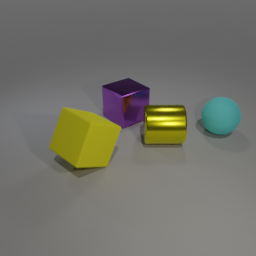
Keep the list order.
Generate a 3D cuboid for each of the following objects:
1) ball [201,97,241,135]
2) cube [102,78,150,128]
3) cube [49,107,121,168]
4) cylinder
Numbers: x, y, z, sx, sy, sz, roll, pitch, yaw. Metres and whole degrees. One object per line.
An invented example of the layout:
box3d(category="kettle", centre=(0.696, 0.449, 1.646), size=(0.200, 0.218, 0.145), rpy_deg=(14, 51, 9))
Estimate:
box3d(category="ball", centre=(3.457, -0.450, 10.438), size=(1.400, 1.400, 1.400), rpy_deg=(0, 32, 0))
box3d(category="cube", centre=(-0.090, -1.053, 11.458), size=(1.400, 1.400, 1.400), rpy_deg=(-22, 38, -31))
box3d(category="cube", centre=(-1.332, 0.305, 8.763), size=(1.400, 1.400, 1.400), rpy_deg=(27, 10, 35))
box3d(category="cylinder", centre=(1.278, -0.129, 9.968), size=(1.400, 1.400, 1.400), rpy_deg=(0, 32, 0))
